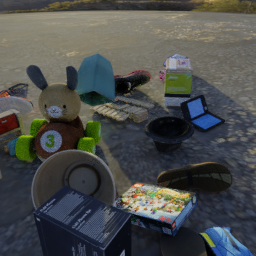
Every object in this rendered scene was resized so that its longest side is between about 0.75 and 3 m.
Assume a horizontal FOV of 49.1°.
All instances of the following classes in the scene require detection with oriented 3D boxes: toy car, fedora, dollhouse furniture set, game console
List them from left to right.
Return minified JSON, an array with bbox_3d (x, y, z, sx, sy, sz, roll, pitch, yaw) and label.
[{"bbox_3d":[-4.172,0.218,8.530,1.889,1.878,2.680,20,35,32],"label":"dollhouse furniture set"},{"bbox_3d":[-2.209,-0.539,8.848,2.377,2.894,2.283,2,29,4],"label":"toy car"},{"bbox_3d":[1.382,0.295,9.500,1.782,0.814,1.782,0,29,0],"label":"fedora"},{"bbox_3d":[2.998,-0.626,11.183,1.485,1.306,0.864,-22,7,-35],"label":"game console"}]

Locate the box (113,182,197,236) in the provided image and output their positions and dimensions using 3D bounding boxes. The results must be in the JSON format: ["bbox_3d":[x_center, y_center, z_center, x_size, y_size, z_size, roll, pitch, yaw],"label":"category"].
[{"bbox_3d":[0.585,1.851,6.683,1.751,0.330,1.196,2,24,39],"label":"box"}]

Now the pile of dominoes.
[{"bbox_3d":[-0.300,-0.742,12.096,2.000,0.408,2.566,-23,28,-34],"label":"pile of dominoes"}]

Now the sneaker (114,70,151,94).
[{"bbox_3d":[0.127,-2.274,14.078,2.539,0.897,1.240,-14,31,-19],"label":"sneaker"}]

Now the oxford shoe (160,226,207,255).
[{"bbox_3d":[1.190,2.712,5.254,0.867,0.866,2.431,-12,14,-6],"label":"oxford shoe"}]

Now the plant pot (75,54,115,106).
[{"bbox_3d":[-1.190,-1.803,10.296,1.139,1.611,1.138,-7,-19,36],"label":"plant pot"}]

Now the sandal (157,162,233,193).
[{"bbox_3d":[1.829,1.381,7.790,2.085,0.852,0.569,-8,8,0],"label":"sandal"}]

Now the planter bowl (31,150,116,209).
[{"bbox_3d":[-1.169,1.401,6.764,1.871,1.871,1.259,2,1,4],"label":"planter bowl"}]

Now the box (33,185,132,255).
[{"bbox_3d":[-0.784,2.168,5.207,1.526,1.676,0.873,16,33,26],"label":"box"}]

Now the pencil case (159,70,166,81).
[{"bbox_3d":[2.463,-3.017,15.749,1.440,0.596,0.623,-13,51,-22],"label":"pencil case"}]

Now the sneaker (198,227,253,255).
[{"bbox_3d":[2.168,2.718,5.144,0.892,0.750,2.274,-11,30,-11],"label":"sneaker"}]

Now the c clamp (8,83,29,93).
[{"bbox_3d":[-5.624,-2.074,14.520,1.038,0.165,1.215,4,30,17],"label":"c clamp"}]

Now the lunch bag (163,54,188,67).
[{"bbox_3d":[2.983,-4.064,17.498,1.260,0.780,1.071,-32,40,-23],"label":"lunch bag"}]

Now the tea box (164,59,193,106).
[{"bbox_3d":[2.309,-2.145,12.949,1.189,1.751,1.780,4,29,7],"label":"tea box"}]

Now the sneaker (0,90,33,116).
[{"bbox_3d":[-5.117,-1.171,12.025,2.461,0.955,1.379,3,30,5],"label":"sneaker"}]
